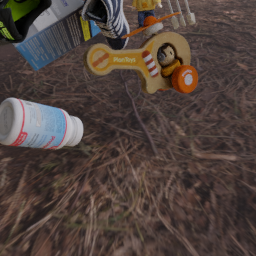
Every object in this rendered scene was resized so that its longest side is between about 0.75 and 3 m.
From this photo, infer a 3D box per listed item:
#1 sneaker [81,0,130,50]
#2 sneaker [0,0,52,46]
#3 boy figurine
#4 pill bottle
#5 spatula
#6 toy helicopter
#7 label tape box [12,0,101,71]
[{"bbox_3d":[-0.531,-2.625,7.051,0.778,2.221,1.205,15,58,13],"label":"sneaker"},{"bbox_3d":[-2.271,-1.689,4.498,2.404,0.852,0.996,-42,53,-16],"label":"sneaker"},{"bbox_3d":[0.709,-4.838,10.788,1.264,2.033,0.655,12,33,25],"label":"boy figurine"},{"bbox_3d":[-1.453,-0.022,4.756,1.349,0.734,0.734,12,18,-49],"label":"pill bottle"},{"bbox_3d":[1.522,-3.396,8.124,0.686,0.986,0.079,-3,42,31],"label":"spatula"},{"bbox_3d":[0.335,-1.763,6.620,2.914,1.927,1.150,-8,15,-30],"label":"toy helicopter"},{"bbox_3d":[-1.961,-2.913,7.960,2.658,1.905,0.879,-35,86,-7],"label":"label tape box"}]
